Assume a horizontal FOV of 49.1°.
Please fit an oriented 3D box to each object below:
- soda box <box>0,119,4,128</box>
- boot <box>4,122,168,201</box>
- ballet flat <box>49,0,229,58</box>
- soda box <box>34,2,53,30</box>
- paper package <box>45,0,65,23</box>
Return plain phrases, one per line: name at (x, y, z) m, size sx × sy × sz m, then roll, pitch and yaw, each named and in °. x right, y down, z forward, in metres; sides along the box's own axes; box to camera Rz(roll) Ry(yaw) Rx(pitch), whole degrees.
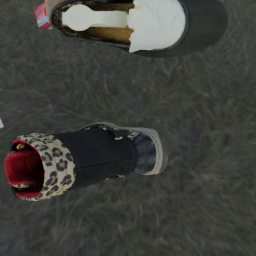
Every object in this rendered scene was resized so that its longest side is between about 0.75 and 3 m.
soda box at (-3.442, 0.024, 5.890) m, size 1.427 × 0.454 × 0.486 m, roll -28°, pitch 102°, yaw -43°
boot at (-0.879, 0.428, 4.273) m, size 1.880 × 2.497 × 0.914 m, roll -6°, pitch 96°, yaw -41°
ballet flat at (0.003, -1.531, 4.186) m, size 2.780 × 0.945 × 0.951 m, roll 9°, pitch 20°, yaw 24°
soda box at (-1.539, -2.800, 6.513) m, size 1.368 × 0.434 × 0.479 m, roll -16°, pitch 90°, yaw 32°
paper package at (-0.637, -2.725, 5.007) m, size 1.764 × 1.682 × 0.913 m, roll -7°, pitch 77°, yaw -14°
